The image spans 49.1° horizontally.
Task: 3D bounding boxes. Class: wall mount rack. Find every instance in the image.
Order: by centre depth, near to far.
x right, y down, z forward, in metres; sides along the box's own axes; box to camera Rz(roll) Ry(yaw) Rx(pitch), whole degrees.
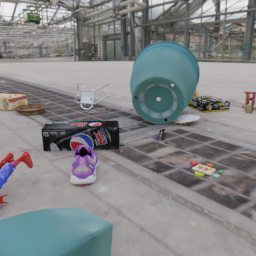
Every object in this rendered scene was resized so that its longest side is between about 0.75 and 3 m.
[{"bbox_3d":[-1.686,-1.651,13.444,1.567,0.673,1.804,2,43,-7],"label":"wall mount rack"}]

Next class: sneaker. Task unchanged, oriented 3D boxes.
[{"bbox_3d":[-1.034,0.695,6.661,0.650,0.715,1.617,-3,16,-6],"label":"sneaker"}]

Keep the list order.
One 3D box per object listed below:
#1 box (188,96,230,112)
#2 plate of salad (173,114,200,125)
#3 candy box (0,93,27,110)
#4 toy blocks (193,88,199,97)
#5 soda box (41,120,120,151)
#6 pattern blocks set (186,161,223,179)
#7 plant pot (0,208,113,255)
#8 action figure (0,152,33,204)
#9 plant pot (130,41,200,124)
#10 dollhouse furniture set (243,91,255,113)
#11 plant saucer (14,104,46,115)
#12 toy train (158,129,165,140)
[{"bbox_3d":[3.728,-1.180,13.360,1.394,0.431,1.746,-4,17,-19],"label":"box"},{"bbox_3d":[2.237,-0.308,10.774,1.054,0.253,1.054,-10,14,3],"label":"plate of salad"},{"bbox_3d":[-6.065,-1.291,13.438,2.071,0.573,1.195,6,18,20],"label":"candy box"},{"bbox_3d":[2.700,-1.921,15.336,1.903,0.691,1.586,-2,17,-6],"label":"toy blocks"},{"bbox_3d":[-1.350,0.213,8.254,2.195,0.695,0.777,-2,18,-3],"label":"soda box"},{"bbox_3d":[1.833,0.997,6.759,0.856,0.069,0.752,9,19,28],"label":"pattern blocks set"},{"bbox_3d":[-0.919,1.582,3.274,1.063,1.062,1.504,12,12,33],"label":"plant pot"},{"bbox_3d":[-2.731,1.212,5.206,0.778,0.615,2.378,0,21,20],"label":"action figure"},{"bbox_3d":[1.378,-1.638,11.204,2.939,2.939,2.762,3,32,11],"label":"plant pot"},{"bbox_3d":[5.643,-1.187,12.780,0.581,0.769,1.430,5,17,15],"label":"dollhouse furniture set"},{"bbox_3d":[-4.327,-0.815,12.460,1.331,0.244,1.331,1,17,0],"label":"plant saucer"},{"bbox_3d":[1.109,0.200,9.250,0.210,0.156,0.915,0,16,11],"label":"toy train"}]
